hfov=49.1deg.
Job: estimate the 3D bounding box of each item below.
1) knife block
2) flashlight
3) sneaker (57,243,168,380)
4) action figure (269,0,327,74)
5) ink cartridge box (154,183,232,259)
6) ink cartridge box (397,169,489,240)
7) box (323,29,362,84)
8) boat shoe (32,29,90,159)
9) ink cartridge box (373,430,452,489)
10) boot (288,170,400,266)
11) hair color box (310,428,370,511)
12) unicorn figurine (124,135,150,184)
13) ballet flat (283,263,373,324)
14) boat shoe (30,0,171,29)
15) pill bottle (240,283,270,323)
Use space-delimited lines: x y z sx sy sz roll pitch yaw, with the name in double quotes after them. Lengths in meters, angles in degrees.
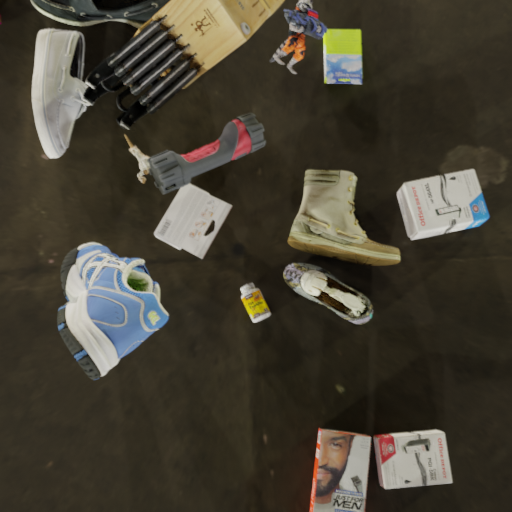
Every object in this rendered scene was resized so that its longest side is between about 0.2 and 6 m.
-1.268 -3.504 9.239 1.096 3.007 3.426 51 40 -22 "knife block"
-0.704 -1.500 7.953 1.706 0.580 0.578 -25 44 -21 "flashlight"
-2.058 0.570 8.203 1.257 3.263 1.235 -29 119 -6 "sneaker"
0.501 -3.129 7.791 0.519 0.993 0.960 31 105 33 "action figure"
-1.112 -0.615 9.990 0.993 0.252 1.127 28 79 7 "ink cartridge box"
3.277 -0.900 9.905 1.298 0.547 0.948 -12 77 -3 "ink cartridge box"
1.653 -3.752 10.700 0.708 0.277 1.161 1 77 0 "box"
-3.504 -3.017 10.293 0.881 0.926 2.573 -5 67 0 "boat shoe"
2.505 3.259 8.995 1.083 0.449 0.795 -6 76 -1 "ink cartridge box"
1.654 -0.679 9.790 1.950 0.703 1.508 13 77 4 "boot"
1.331 3.563 8.924 0.812 0.468 1.464 7 76 2 "hair color box"
-1.758 -1.557 9.551 1.136 0.420 0.780 13 35 -17 "unicorn figurine"
1.251 0.586 9.548 1.699 0.611 0.611 30 79 7 "ballet flat"
-2.870 -5.012 10.594 3.146 1.043 1.176 15 77 3 "boat shoe"
-0.030 0.799 9.619 0.348 0.348 0.637 -25 78 -6 "pill bottle"
